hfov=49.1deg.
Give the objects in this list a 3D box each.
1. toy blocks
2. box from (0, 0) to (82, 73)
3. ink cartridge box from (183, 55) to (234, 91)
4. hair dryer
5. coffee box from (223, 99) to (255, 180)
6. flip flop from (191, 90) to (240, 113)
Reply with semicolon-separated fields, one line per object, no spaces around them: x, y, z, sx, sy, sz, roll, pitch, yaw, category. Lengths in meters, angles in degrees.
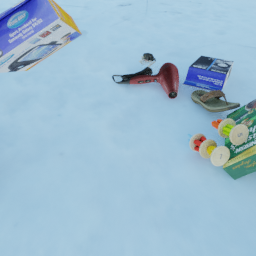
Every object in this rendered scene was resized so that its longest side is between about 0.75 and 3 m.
2.324;0.217;7.675;1.287;0.561;1.545;-49;25;1;toy blocks
-1.611;-1.459;4.613;1.421;0.495;2.388;-31;13;6;box
3.151;-2.155;10.748;1.419;0.560;2.855;16;32;18;ink cartridge box
0.950;-1.840;10.851;2.166;0.773;2.844;-40;47;-17;hair dryer
3.376;0.142;7.595;0.539;1.507;2.451;42;42;-14;coffee box
2.839;-1.030;9.380;0.856;0.608;2.111;-14;27;-15;flip flop
